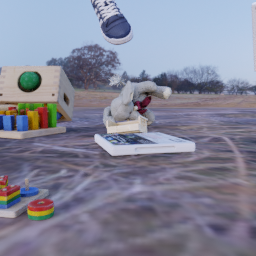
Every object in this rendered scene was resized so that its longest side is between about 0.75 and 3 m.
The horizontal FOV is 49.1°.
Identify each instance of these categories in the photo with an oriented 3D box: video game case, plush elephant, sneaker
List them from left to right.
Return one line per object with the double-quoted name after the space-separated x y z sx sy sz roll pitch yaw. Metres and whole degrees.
-0.493 -2.873 6.591 0.699 1.995 1.082 -23 -37 -2 "sneaker"
0.127 -0.698 8.892 2.120 1.642 1.746 31 -44 -9 "plush elephant"
0.216 0.262 5.113 1.414 0.182 1.555 -1 6 -16 "video game case"

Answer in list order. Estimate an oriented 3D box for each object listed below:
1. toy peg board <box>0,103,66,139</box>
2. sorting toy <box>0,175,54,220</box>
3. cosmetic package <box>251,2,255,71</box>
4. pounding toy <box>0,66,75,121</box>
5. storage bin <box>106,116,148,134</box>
-2.732 -0.237 7.196 1.620 0.792 1.613 2 5 25 "toy peg board"
-1.028 0.516 2.255 1.075 0.182 0.518 1 5 11 "sorting toy"
3.930 -2.543 7.665 0.921 1.816 0.647 0 26 31 "cosmetic package"
-3.773 -1.117 10.880 2.662 2.056 2.892 0 -17 3 "pounding toy"
-0.007 -0.027 6.148 0.756 0.354 0.751 -6 -8 17 "storage bin"
